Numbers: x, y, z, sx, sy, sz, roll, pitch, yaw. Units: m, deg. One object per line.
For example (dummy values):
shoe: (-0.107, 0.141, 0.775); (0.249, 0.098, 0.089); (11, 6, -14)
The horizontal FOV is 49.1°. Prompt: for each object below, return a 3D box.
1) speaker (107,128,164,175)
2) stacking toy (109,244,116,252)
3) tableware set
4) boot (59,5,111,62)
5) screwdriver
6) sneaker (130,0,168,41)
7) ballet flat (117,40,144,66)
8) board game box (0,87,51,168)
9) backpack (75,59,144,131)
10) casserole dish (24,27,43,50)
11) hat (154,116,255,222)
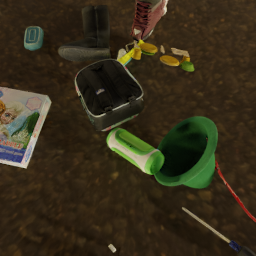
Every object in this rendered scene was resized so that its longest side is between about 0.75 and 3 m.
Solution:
speaker: (0.202, 0.696, 8.856); (1.908, 0.844, 0.844); (31, 67, 37)
stacking toy: (-0.472, 4.078, 7.878); (0.972, 0.303, 1.289); (-39, 73, -15)
tableware set: (1.285, -2.628, 10.475); (2.329, 0.357, 1.569); (9, 37, -10)
boot: (-1.714, -3.915, 11.287); (2.030, 0.809, 2.463); (1, 69, -11)
screwdriver: (2.785, 3.187, 8.187); (2.795, 0.407, 0.390); (36, 68, 12)
sneaker: (0.603, -3.899, 9.810); (1.094, 2.891, 1.670); (31, 100, 10)
ballet flat: (0.001, -2.901, 10.929); (1.771, 0.592, 0.594); (-41, 105, -21)
board game box: (-4.355, -0.152, 9.697); (2.614, 0.538, 2.608); (10, 65, 5)
backpack: (-0.675, -1.165, 9.515); (2.005, 1.700, 2.259); (-26, 65, -11)
casserole dish: (-3.913, -3.761, 11.567); (0.750, 0.240, 1.238); (-3, 64, -1)
hat: (2.482, 1.455, 8.923); (2.545, 2.395, 2.891); (39, 42, -25)
